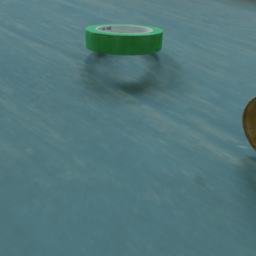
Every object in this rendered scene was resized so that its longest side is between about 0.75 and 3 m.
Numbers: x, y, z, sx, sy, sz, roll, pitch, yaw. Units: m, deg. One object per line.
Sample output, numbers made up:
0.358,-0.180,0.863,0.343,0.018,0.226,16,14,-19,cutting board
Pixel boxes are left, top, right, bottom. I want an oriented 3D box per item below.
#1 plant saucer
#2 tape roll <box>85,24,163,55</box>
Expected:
3.450,0.075,5.971,0.366,2.065,2.065,-32,53,-23,plant saucer
-0.134,-3.092,9.632,2.639,0.634,2.639,2,27,-1,tape roll
